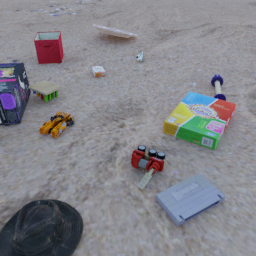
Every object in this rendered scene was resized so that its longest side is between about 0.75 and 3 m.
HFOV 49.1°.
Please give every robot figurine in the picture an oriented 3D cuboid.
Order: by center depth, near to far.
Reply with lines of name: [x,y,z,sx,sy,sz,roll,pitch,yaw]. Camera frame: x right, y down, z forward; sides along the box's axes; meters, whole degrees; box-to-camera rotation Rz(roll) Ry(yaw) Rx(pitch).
robot figurine: [-2.693,-0.184,10.744,1.029,0.413,1.419,14,39,15]

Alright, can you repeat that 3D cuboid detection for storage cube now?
storage cube: [-4.384,-4.514,15.707,1.320,1.389,1.545,-4,36,-5]

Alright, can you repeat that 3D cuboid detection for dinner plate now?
dinner plate: [-0.867,-6.337,18.494,2.928,0.355,2.928,10,22,-4]

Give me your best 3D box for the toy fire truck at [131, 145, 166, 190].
toy fire truck: [0.506,1.229,8.734,1.052,0.769,1.195,18,30,22]

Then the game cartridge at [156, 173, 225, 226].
game cartridge: [1.755,1.985,7.978,1.688,0.324,1.094,-19,37,-23]

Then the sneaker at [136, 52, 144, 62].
sneaker: [0.675,-4.112,16.019,0.435,0.364,0.982,4,37,1]

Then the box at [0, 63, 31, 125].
box: [-4.995,-1.450,11.469,1.348,1.554,2.542,-4,37,-5]

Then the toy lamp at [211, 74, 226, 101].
toy lamp: [4.139,-1.843,12.834,0.607,0.607,2.087,5,39,7]

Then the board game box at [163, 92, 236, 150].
board game box: [2.836,-0.397,10.927,2.022,0.533,2.642,19,41,24]

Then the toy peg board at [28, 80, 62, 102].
toy peg board: [-3.680,-1.612,12.441,1.028,0.505,1.032,20,33,20]

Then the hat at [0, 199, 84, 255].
hat: [-2.225,2.434,6.846,2.300,0.928,2.300,1,37,-1]

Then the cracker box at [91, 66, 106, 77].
cracker box: [-1.532,-2.945,14.537,0.559,0.241,0.834,-8,37,-19]
